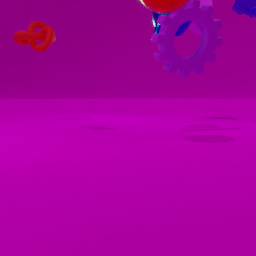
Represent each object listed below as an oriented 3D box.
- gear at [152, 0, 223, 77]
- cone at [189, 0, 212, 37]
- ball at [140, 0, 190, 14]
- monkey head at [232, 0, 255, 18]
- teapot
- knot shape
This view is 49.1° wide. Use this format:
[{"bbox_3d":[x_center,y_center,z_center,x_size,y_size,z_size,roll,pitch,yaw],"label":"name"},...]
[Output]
[{"bbox_3d":[1.400,-2.061,6.552,1.676,1.676,0.310,-2,22,-18],"label":"gear"},{"bbox_3d":[2.045,-3.940,9.777,1.356,1.351,1.351,4,6,-4],"label":"cone"},{"bbox_3d":[0.634,-2.479,4.686,1.052,1.052,1.052,0,7,0],"label":"ball"},{"bbox_3d":[3.907,-3.990,8.610,1.806,1.088,1.299,-13,42,-33],"label":"monkey head"},{"bbox_3d":[1.072,-2.692,7.117,1.037,0.817,1.668,29,45,23],"label":"teapot"},{"bbox_3d":[-3.101,-3.182,9.788,1.506,0.696,1.409,-33,48,-32],"label":"knot shape"}]
